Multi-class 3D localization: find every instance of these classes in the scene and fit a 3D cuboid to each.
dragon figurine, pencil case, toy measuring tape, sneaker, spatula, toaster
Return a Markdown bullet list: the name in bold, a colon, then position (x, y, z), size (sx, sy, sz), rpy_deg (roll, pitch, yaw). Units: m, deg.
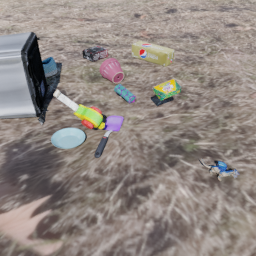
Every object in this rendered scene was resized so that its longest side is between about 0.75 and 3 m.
- **dragon figurine**: position (2.546, 1.136, 7.765), size (0.502, 0.297, 1.009), rpy_deg (-28, 44, -33)
- **pencil case**: position (-0.119, -1.345, 10.917), size (0.378, 0.411, 0.889), rpy_deg (-46, 67, -6)
- **toy measuring tape**: position (-1.319, -0.503, 8.258), size (0.688, 1.869, 0.688), rpy_deg (-30, 39, 28)
- **sneaker**: position (-4.225, -2.635, 12.537), size (0.830, 0.920, 2.246), rpy_deg (23, 41, 31)
- **spatula**: position (-0.683, 0.246, 9.092), size (0.596, 0.217, 2.108), rpy_deg (7, 36, 13)
- **toaster**: position (-3.929, -1.808, 10.075), size (1.646, 2.508, 2.774), rpy_deg (-7, 35, -5)

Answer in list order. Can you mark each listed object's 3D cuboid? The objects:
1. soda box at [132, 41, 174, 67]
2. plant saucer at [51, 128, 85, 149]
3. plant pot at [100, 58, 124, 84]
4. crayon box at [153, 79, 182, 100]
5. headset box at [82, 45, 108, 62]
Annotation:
- **soda box**: position (1.262, -3.856, 14.444), size (2.203, 0.705, 0.746), rpy_deg (25, 42, 32)
- **plant saucer**: position (-1.887, 0.379, 8.911), size (1.069, 0.206, 1.069), rpy_deg (0, 36, 0)
- **plant pot**: position (-0.643, -2.467, 12.387), size (0.962, 0.962, 0.861), rpy_deg (-21, 55, -27)
- **crayon box**: position (1.324, -1.292, 9.449), size (0.815, 0.237, 0.484), rpy_deg (-24, 56, -15)
- **headset box**: position (-1.676, -3.948, 14.794), size (1.169, 0.451, 0.870), rpy_deg (-31, 45, -33)
